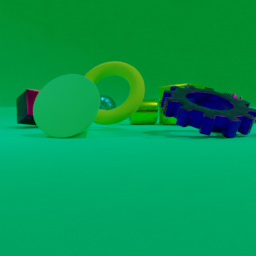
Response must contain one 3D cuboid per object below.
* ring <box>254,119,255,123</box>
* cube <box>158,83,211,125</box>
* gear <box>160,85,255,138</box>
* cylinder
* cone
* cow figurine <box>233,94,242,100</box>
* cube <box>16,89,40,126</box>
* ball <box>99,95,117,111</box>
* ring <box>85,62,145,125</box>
[{"bbox_3d":[4.836,-0.412,10.539,1.694,0.339,1.694,-3,3,0],"label":"ring"},{"bbox_3d":[1.925,-0.784,9.515,1.283,1.283,1.283,-4,4,-41],"label":"cube"},{"bbox_3d":[1.817,-0.455,6.420,2.074,0.384,2.074,7,27,-4],"label":"gear"},{"bbox_3d":[0.492,-0.561,9.525,0.881,0.881,0.881,-1,5,-10],"label":"cylinder"},{"bbox_3d":[-1.160,-0.225,6.498,1.469,1.469,1.475,1,-22,12],"label":"cone"},{"bbox_3d":[3.690,-0.774,10.357,1.466,0.818,1.490,-25,-12,6],"label":"cow figurine"},{"bbox_3d":[-2.756,-0.580,8.313,0.817,0.817,0.817,6,-20,-42],"label":"cube"},{"bbox_3d":[-1.005,-0.819,11.549,1.064,1.064,1.064,0,5,0],"label":"ball"},{"bbox_3d":[-0.498,-0.990,7.745,1.942,1.942,0.388,1,-22,15],"label":"ring"}]
